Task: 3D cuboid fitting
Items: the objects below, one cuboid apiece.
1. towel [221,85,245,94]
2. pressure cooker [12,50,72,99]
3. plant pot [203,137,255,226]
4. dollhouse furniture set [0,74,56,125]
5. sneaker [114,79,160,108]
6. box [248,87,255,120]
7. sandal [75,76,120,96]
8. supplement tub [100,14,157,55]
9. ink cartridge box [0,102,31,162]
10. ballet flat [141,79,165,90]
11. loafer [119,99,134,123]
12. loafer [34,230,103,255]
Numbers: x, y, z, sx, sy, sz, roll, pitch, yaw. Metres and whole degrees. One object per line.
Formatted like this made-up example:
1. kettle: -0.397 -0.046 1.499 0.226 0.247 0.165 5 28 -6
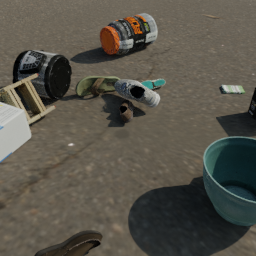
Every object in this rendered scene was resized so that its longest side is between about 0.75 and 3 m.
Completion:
1. towel: 4.613 -1.722 12.322 0.906 0.139 0.676 1 38 1
2. pressure cooker: -3.661 -2.215 11.577 2.145 1.916 1.886 13 22 17
3. plant pot: 2.907 1.469 7.003 2.217 1.485 2.217 0 37 0
4. dollhouse furniture set: -4.132 -0.948 10.615 2.084 1.469 1.461 -7 24 44
5. sneaker: 0.215 -1.549 11.108 2.279 0.852 0.935 25 -1 40
6. box: 5.079 -0.708 10.160 0.596 1.134 1.385 -6 38 -7
7. sandal: -1.210 -1.779 11.810 2.037 0.809 0.581 -12 36 -16
8. supplement tub: 0.028 -5.137 15.450 2.941 1.801 1.801 -28 46 -31
9. ink cartridge box: -5.022 0.025 9.130 2.832 1.199 2.047 16 40 22
10. ballet flat: 1.068 -1.885 12.375 1.234 0.443 0.443 -10 38 -17
11. loafer: -0.079 -0.743 10.586 0.489 0.475 1.339 -31 32 15
12. loafer: -1.246 2.771 6.129 1.541 0.562 0.550 -21 45 -11
